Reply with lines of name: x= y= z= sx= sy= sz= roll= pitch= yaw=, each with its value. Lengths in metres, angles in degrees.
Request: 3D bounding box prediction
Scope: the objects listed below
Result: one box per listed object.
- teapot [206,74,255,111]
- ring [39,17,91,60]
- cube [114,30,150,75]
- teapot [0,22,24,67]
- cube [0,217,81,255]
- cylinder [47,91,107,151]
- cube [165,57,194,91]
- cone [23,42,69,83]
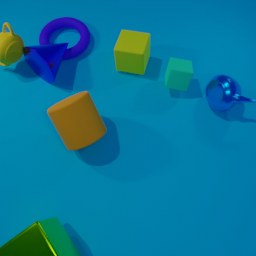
teapot: x=3.026 y=-1.066 z=8.604 sx=0.876 sy=1.112 sz=1.789 roll=-6 pitch=26 yaw=-26
ring: x=-2.258 y=-3.217 z=10.013 sx=1.839 sy=0.368 sz=1.839 roll=0 pitch=66 yaw=1
cube: x=0.161 y=-2.507 z=9.292 sx=0.974 sy=0.974 sz=0.974 roll=12 pitch=61 yaw=10
teapot: x=-3.915 y=-2.559 z=9.007 sx=0.819 sy=1.672 sz=1.040 roll=33 pitch=37 yaw=11
cube: x=-2.034 y=3.039 z=6.335 sx=1.396 sy=1.396 sz=1.396 roll=-35 pitch=77 yaw=-5
cylinder: x=-1.411 y=-0.209 z=7.858 sx=1.255 sy=1.255 sz=1.255 roll=-29 pitch=108 yaw=-13
cube: x=1.603 y=-1.705 z=8.880 sx=0.713 sy=0.713 sz=0.713 roll=10 pitch=45 yaw=-3
cone: x=-2.431 y=-2.433 z=9.195 sx=1.365 sy=1.365 sz=1.371 roll=35 pitch=64 yaw=15
